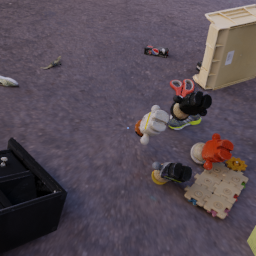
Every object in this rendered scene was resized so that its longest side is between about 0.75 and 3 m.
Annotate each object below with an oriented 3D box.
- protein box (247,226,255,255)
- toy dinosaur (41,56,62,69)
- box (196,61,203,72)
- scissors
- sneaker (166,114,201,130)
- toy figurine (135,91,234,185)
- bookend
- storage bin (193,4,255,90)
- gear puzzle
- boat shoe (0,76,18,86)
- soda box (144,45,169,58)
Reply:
[{"bbox_3d":[3.141,2.526,5.912,0.620,0.919,0.912,-8,42,-9],"label":"protein box"},{"bbox_3d":[-3.324,-2.889,12.583,0.527,0.284,1.196,12,41,35],"label":"toy dinosaur"},{"bbox_3d":[3.969,-2.489,11.820,1.681,0.366,1.347,-17,45,-18],"label":"box"},{"bbox_3d":[2.072,-1.153,10.654,0.976,0.186,2.668,6,40,4],"label":"scissors"},{"bbox_3d":[1.902,-0.348,9.476,1.326,0.537,0.490,-17,44,-18],"label":"sneaker"},{"bbox_3d":[1.386,0.290,7.535,2.176,1.538,2.211,-26,89,-20],"label":"toy figurine"},{"bbox_3d":[-3.204,1.465,6.202,2.571,1.184,2.555,34,26,33],"label":"bookend"},{"bbox_3d":[4.027,-3.102,11.013,2.664,2.684,1.258,-17,46,-19],"label":"storage bin"},{"bbox_3d":[2.526,1.472,7.640,1.210,0.306,2.335,27,45,30],"label":"gear puzzle"},{"bbox_3d":[-4.954,-1.852,11.397,1.047,0.377,0.325,15,70,19],"label":"boat shoe"},{"bbox_3d":[1.359,-3.672,13.401,1.126,0.357,0.399,13,43,15],"label":"soda box"}]
